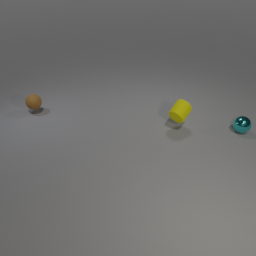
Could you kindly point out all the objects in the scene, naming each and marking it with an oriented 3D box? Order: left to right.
[{"bbox_3d":[-4.226,-1.171,12.546,0.700,0.700,0.700,0,32,0],"label":"ball"},{"bbox_3d":[2.102,-0.674,11.270,0.700,0.700,0.700,25,68,34],"label":"cylinder"},{"bbox_3d":[4.611,-0.135,11.307,0.700,0.700,0.700,0,32,0],"label":"ball"}]
